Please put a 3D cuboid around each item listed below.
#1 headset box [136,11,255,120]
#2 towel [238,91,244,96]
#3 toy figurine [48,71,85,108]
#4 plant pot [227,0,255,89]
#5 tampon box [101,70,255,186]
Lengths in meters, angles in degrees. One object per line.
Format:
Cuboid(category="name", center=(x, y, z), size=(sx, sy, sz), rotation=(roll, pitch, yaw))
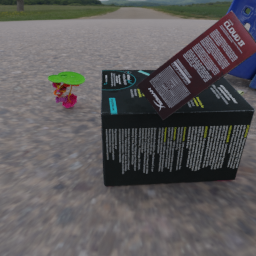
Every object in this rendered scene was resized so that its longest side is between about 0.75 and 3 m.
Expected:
Cuboid(category="headset box", center=(0.847, -0.757, 3.494), size=(1.415, 0.546, 1.053), rotation=(-38, 2, 10))
Cuboid(category="towel", center=(2.382, -0.728, 7.732), size=(1.017, 0.250, 1.370), rotation=(-29, 13, -32))
Cuboid(category="toy figurine", center=(-1.823, -1.029, 8.159), size=(1.067, 0.982, 0.801), rotation=(-10, 40, -33))
Cuboid(category="plant pot", center=(5.130, -3.111, 10.229), size=(2.892, 2.892, 2.600), rotation=(-15, 52, -32))
Cuboid(category="tampon box", center=(0.708, -0.089, 5.322), size=(2.403, 1.517, 1.801), rotation=(-1, 32, -4))
